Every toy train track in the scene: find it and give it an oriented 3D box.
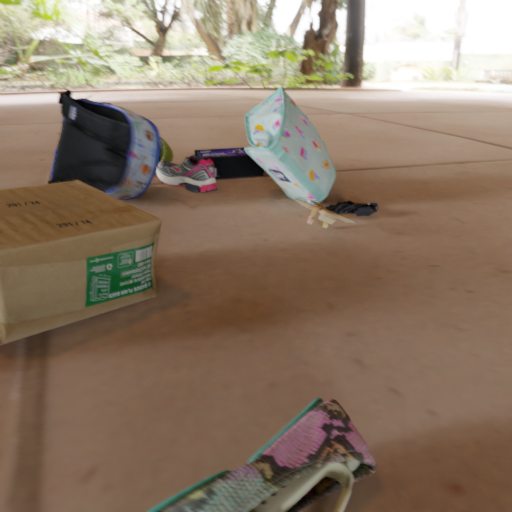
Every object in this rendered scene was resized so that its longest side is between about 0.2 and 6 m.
[{"bbox_3d":[1.340,-0.902,12.172,1.365,0.387,2.380,20,11,-6],"label":"toy train track"}]

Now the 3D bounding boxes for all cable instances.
[{"bbox_3d":[2.122,-1.129,12.965,1.276,0.324,1.041,-5,15,-11],"label":"cable"}]

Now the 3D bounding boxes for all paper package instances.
[{"bbox_3d":[-3.160,-0.068,8.355,2.508,1.361,2.631,25,27,35],"label":"paper package"}]

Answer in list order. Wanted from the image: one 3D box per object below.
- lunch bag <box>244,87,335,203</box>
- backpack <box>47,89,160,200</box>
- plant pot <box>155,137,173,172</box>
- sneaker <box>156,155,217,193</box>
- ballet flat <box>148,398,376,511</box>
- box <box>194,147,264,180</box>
[{"bbox_3d":[0.815,-2.569,13.784,1.526,2.132,2.503,-33,35,21],"label":"lunch bag"},{"bbox_3d":[-3.638,-2.529,13.922,2.599,2.729,2.102,18,13,36],"label":"backpack"},{"bbox_3d":[-3.136,-3.130,17.245,1.280,1.280,1.368,6,6,16],"label":"plant pot"},{"bbox_3d":[-1.902,-2.381,15.534,2.329,0.870,0.939,18,28,41],"label":"sneaker"},{"bbox_3d":[0.025,2.015,4.280,2.736,0.946,0.974,-20,48,-42],"label":"ballet flat"},{"bbox_3d":[-0.829,-2.795,16.852,1.843,0.727,1.301,-6,19,-16],"label":"box"}]
